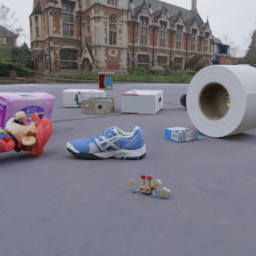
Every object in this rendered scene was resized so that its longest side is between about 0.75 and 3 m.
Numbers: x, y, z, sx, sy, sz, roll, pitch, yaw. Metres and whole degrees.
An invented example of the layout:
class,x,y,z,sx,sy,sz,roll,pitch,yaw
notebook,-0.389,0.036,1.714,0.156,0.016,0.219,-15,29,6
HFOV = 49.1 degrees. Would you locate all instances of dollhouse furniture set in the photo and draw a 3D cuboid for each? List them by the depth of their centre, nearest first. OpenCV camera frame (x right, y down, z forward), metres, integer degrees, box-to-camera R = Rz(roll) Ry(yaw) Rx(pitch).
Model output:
class,x,y,z,sx,sy,sz,roll,pitch,yaw
dollhouse furniture set,-1.610,-1.915,15.138,1.492,2.129,1.501,2,12,9

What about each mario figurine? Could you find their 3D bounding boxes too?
class,x,y,z,sx,sy,sz,roll,pitch,yaw
mario figurine,-3.227,0.088,7.103,2.594,1.375,1.601,-15,48,-29

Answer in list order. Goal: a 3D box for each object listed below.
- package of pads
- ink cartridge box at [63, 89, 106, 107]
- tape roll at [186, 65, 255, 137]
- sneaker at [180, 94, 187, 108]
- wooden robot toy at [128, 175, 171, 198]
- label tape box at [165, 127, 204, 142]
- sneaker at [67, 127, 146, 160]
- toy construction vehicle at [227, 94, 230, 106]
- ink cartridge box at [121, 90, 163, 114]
class,x,y,z,sx,sy,sz,roll,pitch,yaw
package of pads,-3.586,-0.464,9.526,0.910,1.450,2.406,19,15,20
ink cartridge box,-2.705,-1.899,17.754,2.459,1.037,1.796,1,12,3
tape roll,3.486,-0.966,9.785,1.670,2.432,2.432,-8,14,-36
sneaker,4.003,-1.523,16.834,2.750,1.013,1.193,-3,-2,-33
wooden robot toy,0.426,1.060,5.253,0.815,0.359,0.370,6,2,26
label tape box,1.884,0.183,9.392,1.068,0.353,0.765,-8,14,-27
sneaker,-0.572,0.363,7.398,2.084,0.803,0.789,-1,13,-1
toy construction vehicle,5.103,-0.988,14.058,2.952,1.040,2.570,-12,28,-36
ink cartridge box,0.857,-1.509,15.768,1.862,1.081,2.581,3,12,16
